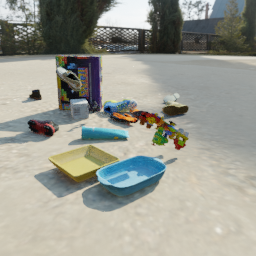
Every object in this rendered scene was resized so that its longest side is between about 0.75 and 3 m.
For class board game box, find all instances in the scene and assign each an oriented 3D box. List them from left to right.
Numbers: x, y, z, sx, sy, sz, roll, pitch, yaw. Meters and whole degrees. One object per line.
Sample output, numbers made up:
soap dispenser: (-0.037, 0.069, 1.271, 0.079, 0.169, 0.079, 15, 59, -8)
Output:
board game box: (-2.389, -2.246, 13.967, 2.195, 2.656, 0.753, 2, 17, 8)

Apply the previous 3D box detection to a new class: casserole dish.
casserole dish: (0.112, 1.248, 7.392, 2.009, 0.390, 1.217, -16, 25, -38)

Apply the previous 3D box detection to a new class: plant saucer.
plant saucer: (-1.265, 1.029, 8.046, 1.532, 0.371, 1.532, -16, 26, -39)

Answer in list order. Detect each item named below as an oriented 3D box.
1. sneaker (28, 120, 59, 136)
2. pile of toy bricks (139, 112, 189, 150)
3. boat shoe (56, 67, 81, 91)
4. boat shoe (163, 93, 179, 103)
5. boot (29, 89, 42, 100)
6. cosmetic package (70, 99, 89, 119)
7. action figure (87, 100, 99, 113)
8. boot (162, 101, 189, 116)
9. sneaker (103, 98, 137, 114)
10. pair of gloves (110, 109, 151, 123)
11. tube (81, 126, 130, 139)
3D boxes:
sneaker: (-3.288, -0.062, 10.986, 1.419, 0.501, 0.693, 13, 23, 28)
pile of toy bricks: (1.022, 0.195, 8.848, 1.734, 0.856, 0.962, 29, -12, -32)
boat shoe: (-2.483, -2.185, 11.847, 1.442, 0.493, 0.539, 40, 49, 15)
boat shoe: (2.409, -1.622, 15.865, 1.244, 0.453, 0.384, -25, -13, -37)
boot: (-5.478, -2.050, 16.545, 1.246, 0.604, 0.465, 17, 25, 40)
cosmetic package: (-2.255, -0.897, 13.018, 0.737, 0.736, 0.893, -6, 21, -16)
action figure: (-1.521, -0.963, 12.245, 0.466, 0.784, 0.400, -41, 67, -14)
boot: (2.075, -1.009, 13.678, 1.427, 0.519, 1.109, -8, 21, -25)
sneaker: (-0.420, -0.967, 13.596, 1.714, 0.649, 0.900, -3, 30, 13)
pair of gloves: (0.238, -0.534, 12.775, 1.917, 0.237, 1.708, -11, 20, -36)
tube: (-0.843, 0.191, 10.456, 1.787, 0.450, 0.692, 2, 27, -8)
